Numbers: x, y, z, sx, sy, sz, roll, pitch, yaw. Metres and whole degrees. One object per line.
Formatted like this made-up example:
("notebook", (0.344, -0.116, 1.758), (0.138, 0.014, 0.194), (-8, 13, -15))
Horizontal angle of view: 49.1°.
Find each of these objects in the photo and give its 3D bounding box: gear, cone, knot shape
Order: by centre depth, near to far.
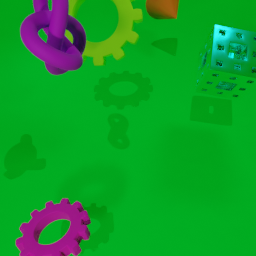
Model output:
("knot shape", (-0.935, -1.303, 3.612), (0.585, 1.185, 1.266), (-10, 11, 5))
("gear", (-1.092, 1.529, 4.151), (1.066, 0.197, 1.066), (-10, 34, 7))
("gear", (-0.652, -2.269, 5.838), (1.867, 1.867, 0.345), (5, 12, 5))
("cone", (1.280, -3.679, 8.722), (1.156, 1.156, 1.160), (-12, 49, -11))

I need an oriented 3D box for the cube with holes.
("cube with holes", (2.076, -1.316, 5.816), (1.015, 1.015, 1.015), (11, 73, 0))
